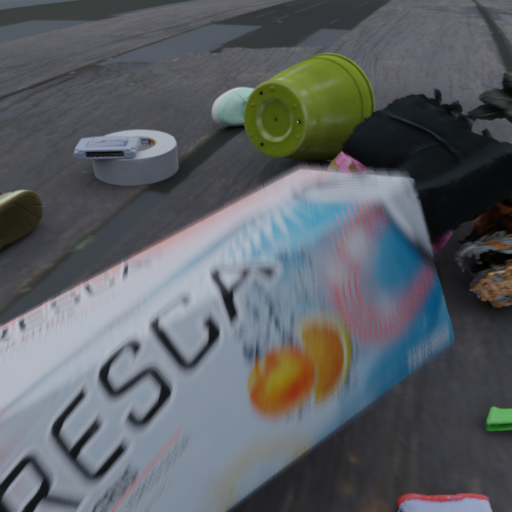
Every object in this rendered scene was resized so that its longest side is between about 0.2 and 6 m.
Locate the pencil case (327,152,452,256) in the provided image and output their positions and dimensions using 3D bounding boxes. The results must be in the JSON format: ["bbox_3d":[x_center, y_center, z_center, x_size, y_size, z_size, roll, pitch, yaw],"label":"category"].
[{"bbox_3d":[1.994,-0.842,8.669,0.989,1.034,2.390,-38,43,10],"label":"pencil case"}]

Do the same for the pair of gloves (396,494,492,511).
[{"bbox_3d":[2.282,2.735,3.718,3.334,0.380,2.680,3,31,3],"label":"pair of gloves"}]

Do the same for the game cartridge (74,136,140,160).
[{"bbox_3d":[-2.795,-2.057,10.595,1.131,0.231,0.753,-1,35,-1],"label":"game cartridge"}]

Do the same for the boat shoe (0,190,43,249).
[{"bbox_3d":[-4.287,-0.346,8.367,0.780,0.848,2.373,5,30,28],"label":"boat shoe"}]

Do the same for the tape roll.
[{"bbox_3d":[-2.414,-1.986,11.193,1.682,0.556,1.682,-1,32,0],"label":"tape roll"}]

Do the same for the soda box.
[{"bbox_3d":[-0.876,1.012,4.154,4.766,1.515,1.630,-31,23,-20],"label":"soda box"}]

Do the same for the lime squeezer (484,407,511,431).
[{"bbox_3d":[4.260,1.705,5.091,3.828,0.722,1.352,18,36,26],"label":"lime squeezer"}]

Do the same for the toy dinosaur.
[{"bbox_3d":[4.190,-0.856,8.374,3.005,2.262,4.428,51,37,16],"label":"toy dinosaur"}]

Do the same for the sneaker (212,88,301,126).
[{"bbox_3d":[0.233,-3.467,13.215,2.385,0.878,1.407,-14,28,-25],"label":"sneaker"}]

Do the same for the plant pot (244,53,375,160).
[{"bbox_3d":[0.854,-2.692,10.603,2.103,2.103,2.025,20,29,29],"label":"plant pot"}]

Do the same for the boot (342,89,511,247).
[{"bbox_3d":[1.915,-1.174,7.708,2.813,1.041,2.305,-28,39,-4],"label":"boot"}]
